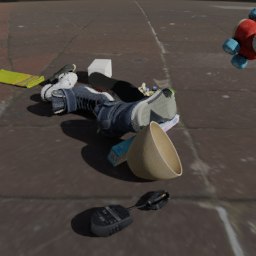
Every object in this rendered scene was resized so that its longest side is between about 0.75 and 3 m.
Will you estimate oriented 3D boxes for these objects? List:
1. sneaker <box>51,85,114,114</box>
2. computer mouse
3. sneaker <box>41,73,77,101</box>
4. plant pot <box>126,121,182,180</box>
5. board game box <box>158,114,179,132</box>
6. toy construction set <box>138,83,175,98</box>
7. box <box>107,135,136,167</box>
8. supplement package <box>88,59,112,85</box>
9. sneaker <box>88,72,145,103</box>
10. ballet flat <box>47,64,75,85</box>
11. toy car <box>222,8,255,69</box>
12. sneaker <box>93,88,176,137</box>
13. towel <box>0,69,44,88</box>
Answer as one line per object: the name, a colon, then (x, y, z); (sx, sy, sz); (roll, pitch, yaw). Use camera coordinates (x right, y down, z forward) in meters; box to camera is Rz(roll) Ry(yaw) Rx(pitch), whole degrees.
sneaker: (-1.681, -0.837, 9.887); (1.765, 0.929, 2.443); (-15, 29, -37)
computer mouse: (0.105, 1.855, 6.134); (2.139, 0.364, 0.627); (-12, 24, -30)
sneaker: (-2.499, -1.621, 11.554); (1.184, 0.774, 2.060); (16, 39, 24)
plant pot: (0.561, 0.721, 7.143); (1.007, 1.499, 1.499); (-30, 24, 20)
board game box: (0.782, -0.266, 9.670); (1.437, 0.296, 1.434); (22, 37, 33)
toy construction set: (1.165, -1.284, 11.090); (1.567, 0.722, 1.027); (25, 37, 18)
box: (0.091, 0.546, 7.956); (1.371, 0.564, 0.337); (-26, 64, -37)
supplement package: (-1.302, -2.644, 13.195); (0.813, 0.815, 1.390); (5, 31, 8)
sneaker: (-0.385, -1.402, 10.941); (2.350, 0.785, 1.259); (25, -5, 6)
ballet flat: (-3.061, -2.470, 13.303); (0.646, 0.756, 2.275); (43, 34, -10)
toy car: (3.388, -2.115, 7.053); (1.251, 1.200, 1.357); (-49, 41, 3)
sneaker: (0.204, -0.508, 9.024); (2.117, 1.114, 2.930); (-6, 10, 34)
towel: (-5.413, -2.382, 13.330); (2.706, 0.244, 1.164); (13, 32, 21)
